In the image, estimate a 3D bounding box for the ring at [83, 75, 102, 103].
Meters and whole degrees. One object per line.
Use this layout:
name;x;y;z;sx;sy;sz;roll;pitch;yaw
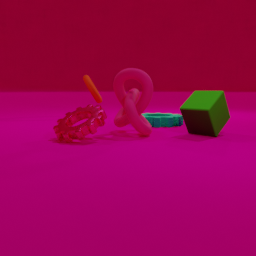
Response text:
ring;-1.505;-1.652;11.954;0.267;1.336;1.336;-30;9;0

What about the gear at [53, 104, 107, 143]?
gear;-1.144;-0.133;6.708;1.266;0.234;1.266;-16;30;9

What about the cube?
cube;2.020;-0.393;7.315;0.854;0.854;0.854;8;43;45

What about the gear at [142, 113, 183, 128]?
gear;1.018;-0.288;9.598;1.702;0.315;1.702;0;8;0

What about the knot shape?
knot shape;0.081;-0.592;7.580;0.827;1.790;1.675;-7;-8;-19
